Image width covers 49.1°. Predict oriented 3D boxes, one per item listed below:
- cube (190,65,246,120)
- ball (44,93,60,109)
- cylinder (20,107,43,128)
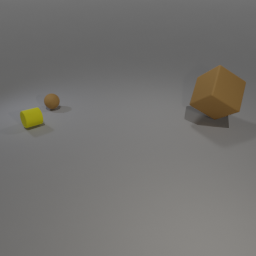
[{"bbox_3d":[3.556,-1.367,11.144,1.400,1.400,1.400,27,-21,-17],"label":"cube"},{"bbox_3d":[-3.480,-1.227,12.807,0.700,0.700,0.700,0,29,0],"label":"ball"},{"bbox_3d":[-3.905,-0.421,11.347,0.700,0.700,0.700,-19,34,-35],"label":"cylinder"}]
